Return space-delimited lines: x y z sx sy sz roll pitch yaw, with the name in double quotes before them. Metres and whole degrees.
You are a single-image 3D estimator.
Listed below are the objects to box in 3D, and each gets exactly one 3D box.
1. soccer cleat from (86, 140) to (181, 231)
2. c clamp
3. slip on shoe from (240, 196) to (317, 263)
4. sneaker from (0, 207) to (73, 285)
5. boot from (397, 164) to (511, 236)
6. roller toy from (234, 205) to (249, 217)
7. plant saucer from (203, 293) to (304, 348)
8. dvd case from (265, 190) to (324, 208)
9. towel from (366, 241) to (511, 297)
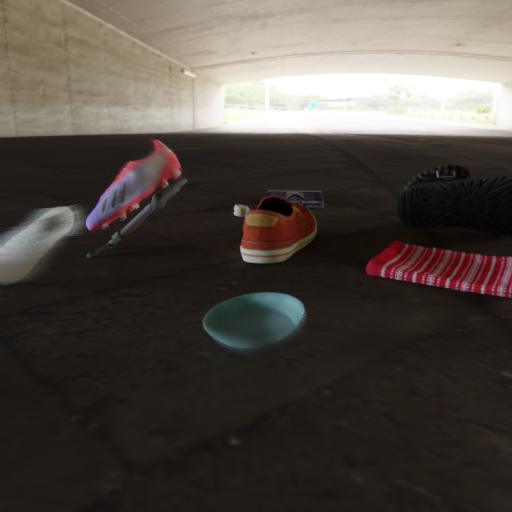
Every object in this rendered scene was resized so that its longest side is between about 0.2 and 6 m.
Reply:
"soccer cleat" -2.738 -1.483 12.049 2.439 0.933 0.813 -39 7 -11
"c clamp" -2.148 -0.751 10.732 1.990 0.270 1.700 -38 6 25
"slip on shoe" 0.501 -0.715 11.224 1.244 1.028 3.358 3 14 16
"sneaker" -3.570 -0.227 8.918 1.624 0.571 0.651 -51 14 -20
"boot" 5.069 -1.411 13.179 3.385 1.274 2.531 6 17 22
"roller toy" -0.374 -1.118 14.029 0.353 0.270 0.386 24 20 40
"plant saucer" -0.017 0.789 6.681 1.214 0.218 1.214 -7 20 3
"dvd case" 1.078 -1.644 16.072 1.626 0.175 2.187 1 16 4
"towel" 3.225 0.182 9.427 2.382 0.268 1.722 9 19 29
